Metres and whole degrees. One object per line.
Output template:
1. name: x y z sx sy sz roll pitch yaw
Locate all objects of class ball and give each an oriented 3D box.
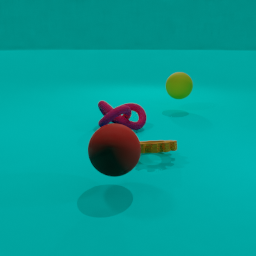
1. ball: -0.244 0.398 5.072 0.957 0.957 0.957 0 17 0
2. ball: 1.999 -1.644 10.941 1.056 1.056 1.056 0 17 0

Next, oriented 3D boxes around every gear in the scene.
1. gear: 0.576 0.434 6.628 1.146 0.212 1.146 -3 0 0

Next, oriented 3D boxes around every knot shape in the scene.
1. knot shape: -0.362 -0.428 8.833 1.642 0.759 1.536 -3 14 -40
